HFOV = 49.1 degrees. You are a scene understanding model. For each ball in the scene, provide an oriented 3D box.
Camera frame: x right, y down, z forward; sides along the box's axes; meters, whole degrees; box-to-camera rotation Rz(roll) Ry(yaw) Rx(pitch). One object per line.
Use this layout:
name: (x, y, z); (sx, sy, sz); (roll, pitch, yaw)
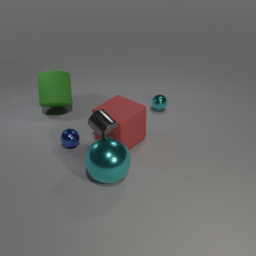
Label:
ball: (-0.606, 0.985, 8.581); (1.400, 1.400, 1.400); (0, 32, 0)
ball: (1.409, -1.147, 12.502); (0.700, 0.700, 0.700); (0, 32, 0)
ball: (-2.112, 0.362, 10.218); (0.700, 0.700, 0.700); (0, 32, 0)

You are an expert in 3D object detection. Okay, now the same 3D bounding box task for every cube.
cube: (-0.288, -0.159, 10.268); (1.400, 1.400, 1.400); (26, 44, 33)

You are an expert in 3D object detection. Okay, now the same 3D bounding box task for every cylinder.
cylinder: (-3.198, -1.680, 12.276); (1.400, 1.400, 1.400); (-4, -1, 0)
cylinder: (-0.803, -0.136, 8.906); (0.700, 0.700, 0.700); (43, 48, 18)
